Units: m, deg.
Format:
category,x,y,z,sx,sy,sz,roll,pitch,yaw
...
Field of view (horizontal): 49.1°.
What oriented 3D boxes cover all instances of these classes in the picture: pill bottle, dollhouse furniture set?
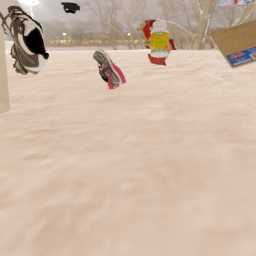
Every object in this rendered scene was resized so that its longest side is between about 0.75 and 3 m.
category,x,y,z,sx,sy,sz,roll,pitch,yaw
pill bottle,1.154,-3.237,10.241,0.654,1.177,0.654,0,2,0
dollhouse furniture set,1.189,-3.542,11.275,0.786,1.933,1.040,17,67,33

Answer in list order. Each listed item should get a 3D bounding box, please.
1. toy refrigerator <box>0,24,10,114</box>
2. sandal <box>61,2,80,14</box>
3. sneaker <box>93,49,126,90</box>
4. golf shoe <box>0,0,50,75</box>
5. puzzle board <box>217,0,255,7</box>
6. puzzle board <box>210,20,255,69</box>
category,x,y,z,sx,sy,sz,roll,pitch,yaw
toy refrigerator,-2.788,-1.280,5.111,0.776,0.842,2.217,-18,61,1
sandal,-1.984,-4.076,9.566,0.577,0.367,1.535,0,28,-17
sneaker,-0.486,-1.293,6.051,0.413,0.446,1.105,-33,59,-7
golf shoe,-3.157,-3.110,8.405,1.374,2.909,1.131,-14,14,40
puzzle board,3.226,-3.768,6.980,1.551,0.179,2.058,1,-17,6
puzzle board,3.260,-2.205,7.064,1.939,0.169,1.462,-17,52,4
